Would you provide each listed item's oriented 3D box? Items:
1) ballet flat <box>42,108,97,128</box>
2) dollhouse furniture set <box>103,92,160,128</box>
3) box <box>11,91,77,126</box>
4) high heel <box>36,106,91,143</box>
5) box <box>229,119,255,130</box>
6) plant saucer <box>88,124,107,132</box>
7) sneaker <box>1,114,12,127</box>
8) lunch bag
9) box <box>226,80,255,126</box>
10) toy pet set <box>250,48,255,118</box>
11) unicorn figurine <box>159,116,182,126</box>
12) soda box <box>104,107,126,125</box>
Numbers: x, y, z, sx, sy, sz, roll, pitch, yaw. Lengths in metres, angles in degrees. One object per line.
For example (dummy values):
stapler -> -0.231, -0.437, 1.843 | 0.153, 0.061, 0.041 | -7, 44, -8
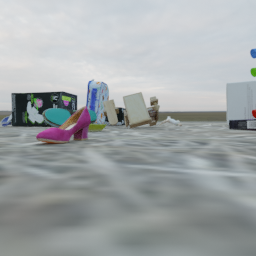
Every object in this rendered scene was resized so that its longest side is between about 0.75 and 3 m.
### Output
ballet flat -> -2.008, -0.240, 9.443 | 2.092, 0.777, 0.777 | 1, 0, -44
dollhouse furniture set -> 0.240, -0.128, 10.207 | 1.970, 1.128, 2.311 | -14, -27, -3
box -> -3.646, -0.815, 12.491 | 2.373, 1.475, 1.763 | 0, 2, 13
high heel -> -0.833, -0.065, 3.760 | 0.353, 0.502, 1.047 | 1, 2, 29
box -> 4.175, -0.114, 8.252 | 1.866, 0.337, 1.334 | -2, 0, -15
plant saucer -> -1.072, -0.007, 7.222 | 0.772, 0.185, 0.771 | 2, 2, 37
sneaker -> -5.065, -0.284, 12.494 | 0.462, 0.661, 1.144 | -1, 31, 20
lunch bag -> -1.425, -1.123, 12.554 | 0.799, 2.114, 1.694 | 5, 3, 9
box -> 5.600, -1.087, 12.832 | 1.718, 2.005, 1.995 | -1, 2, 33
toy pet set -> 5.910, -1.369, 9.938 | 1.564, 2.946, 2.751 | -21, 32, -7
unicorn figurine -> 2.016, -0.294, 13.097 | 1.061, 0.392, 0.729 | 6, 14, 12
soda box -> -0.616, -0.643, 15.784 | 1.053, 0.942, 2.975 | -1, 1, 7
